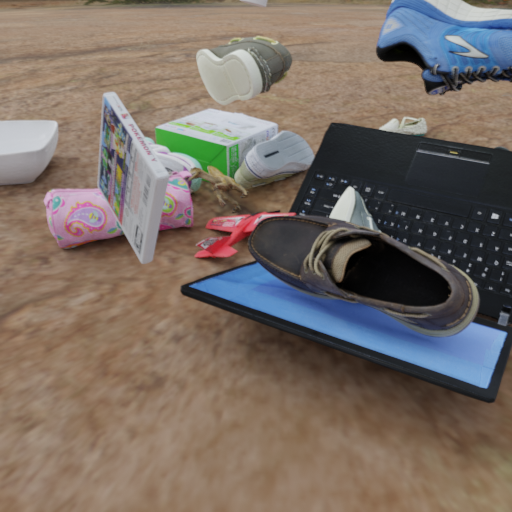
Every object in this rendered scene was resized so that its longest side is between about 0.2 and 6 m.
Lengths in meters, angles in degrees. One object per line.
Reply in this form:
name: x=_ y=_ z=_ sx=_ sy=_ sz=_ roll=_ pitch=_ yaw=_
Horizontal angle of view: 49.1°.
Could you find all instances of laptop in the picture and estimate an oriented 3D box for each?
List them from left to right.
laptop: x=1.826 y=-0.472 z=7.750 sx=3.896 sy=2.270 sz=4.396 roll=17 pitch=70 yaw=25

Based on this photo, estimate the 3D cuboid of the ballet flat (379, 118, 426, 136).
ballet flat: x=3.813 y=-3.411 z=14.844 sx=1.535 sy=0.551 sz=0.551 roll=-10 pitch=31 yaw=-15

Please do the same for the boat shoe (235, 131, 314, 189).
boat shoe: x=0.391 y=-2.080 z=12.145 sx=0.826 sy=0.959 sz=2.664 roll=-35 pitch=-5 yaw=34

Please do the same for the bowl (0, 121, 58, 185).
bowl: x=-5.654 y=-2.259 z=12.461 sx=2.347 sy=0.876 sz=2.344 roll=-3 pitch=30 yaw=-7

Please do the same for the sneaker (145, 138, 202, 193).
sneaker: x=-2.546 y=-1.798 z=11.295 sx=2.545 sy=0.989 sz=1.780 roll=17 pitch=24 yaw=28

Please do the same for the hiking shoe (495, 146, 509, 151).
hiking shoe: x=4.450 y=-1.484 z=10.588 sx=1.184 sy=1.380 sz=3.182 roll=-7 pitch=31 yaw=-12

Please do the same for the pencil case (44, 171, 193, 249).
pencil case: x=-2.333 y=-0.841 z=9.810 sx=2.527 sy=1.105 sz=1.105 roll=-12 pitch=32 yaw=-19

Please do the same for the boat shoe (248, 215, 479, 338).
boat shoe: x=1.152 y=0.029 z=6.726 sx=2.968 sy=1.106 sz=1.088 roll=17 pitch=-11 yaw=27

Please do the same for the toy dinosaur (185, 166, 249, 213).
toy dinosaur: x=-0.558 y=-1.365 z=10.845 sx=0.964 sy=0.555 sz=1.907 roll=53 pitch=20 yaw=20

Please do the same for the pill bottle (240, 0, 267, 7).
pill bottle: x=0.044 y=-2.684 z=5.186 sx=0.361 sy=0.661 sz=0.361 roll=13 pitch=20 yaw=-5

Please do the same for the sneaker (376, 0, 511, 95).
sneaker: x=2.545 y=-2.296 z=6.644 sx=2.471 sy=1.102 sz=0.971 roll=31 pitch=3 yaw=28

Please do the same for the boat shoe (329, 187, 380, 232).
boat shoe: x=1.474 y=-0.211 z=8.278 sx=0.679 sy=0.800 sz=2.198 roll=23 pitch=37 yaw=-11

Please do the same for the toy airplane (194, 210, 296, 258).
toy airplane: x=-0.282 y=-0.391 z=9.557 sx=1.971 sy=0.363 sz=1.971 roll=-14 pitch=17 yaw=4

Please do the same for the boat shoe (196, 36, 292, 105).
boat shoe: x=-0.301 y=-3.322 z=9.970 sx=0.864 sy=1.033 sz=2.891 roll=-30 pitch=25 yaw=-12

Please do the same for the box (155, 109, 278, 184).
box: x=-0.876 y=-2.541 z=12.778 sx=2.121 sy=1.026 sz=1.872 roll=20 pitch=35 yaw=31

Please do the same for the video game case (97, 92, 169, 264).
video game case: x=-1.459 y=-0.857 z=6.444 sx=0.172 sy=1.496 sz=1.363 roll=-20 pitch=62 yaw=-30
